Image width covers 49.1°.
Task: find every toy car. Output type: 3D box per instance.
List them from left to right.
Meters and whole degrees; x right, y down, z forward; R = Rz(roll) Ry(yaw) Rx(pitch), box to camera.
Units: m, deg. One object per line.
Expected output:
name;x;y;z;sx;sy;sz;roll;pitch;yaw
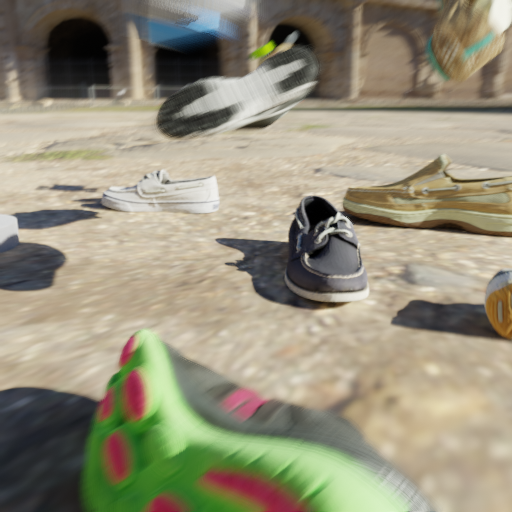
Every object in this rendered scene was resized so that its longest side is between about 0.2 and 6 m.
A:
toy car;0.529;-3.882;10.958;0.959;0.788;0.757;-37;20;-12

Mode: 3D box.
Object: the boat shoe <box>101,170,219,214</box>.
boat shoe;-1.940;-1.312;11.180;2.415;0.794;0.869;5;18;14

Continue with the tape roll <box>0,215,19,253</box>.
tape roll;-4.363;-0.326;8.727;1.213;0.401;1.213;1;17;0

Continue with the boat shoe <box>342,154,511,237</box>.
boat shoe;3.203;-1.181;9.979;3.321;1.265;1.190;6;19;19

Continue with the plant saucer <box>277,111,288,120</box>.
plant saucer;0.348;-2.751;10.236;0.868;0.868;0.218;-11;52;-31

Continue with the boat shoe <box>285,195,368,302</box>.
boat shoe;0.864;-0.174;7.457;1.005;0.867;2.766;-1;18;-2

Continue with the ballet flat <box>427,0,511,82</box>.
ballet flat;2.031;-2.202;5.181;0.641;0.692;1.963;-24;30;36

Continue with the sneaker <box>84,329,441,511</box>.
sneaker;-0.108;1.238;3.189;1.211;1.109;2.890;23;-2;-37

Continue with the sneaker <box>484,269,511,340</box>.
sneaker;3.528;0.400;5.684;2.281;0.863;1.000;6;18;15

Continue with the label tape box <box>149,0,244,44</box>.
label tape box;-0.437;-2.144;4.445;0.733;1.022;0.338;-26;61;-32

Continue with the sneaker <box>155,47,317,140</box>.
sneaker;-0.273;-2.293;8.711;2.578;0.857;1.166;-23;-13;-1
